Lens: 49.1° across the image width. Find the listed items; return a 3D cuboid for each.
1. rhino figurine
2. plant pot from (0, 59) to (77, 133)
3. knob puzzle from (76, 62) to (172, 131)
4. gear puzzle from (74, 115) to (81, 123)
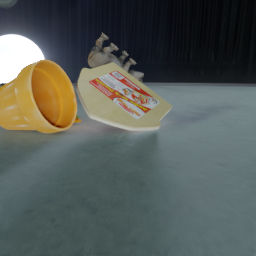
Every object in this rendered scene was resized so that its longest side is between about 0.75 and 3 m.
[{"bbox_3d":[-0.351,-2.234,10.432,2.745,1.200,0.821,29,23,-44],"label":"rhino figurine"},{"bbox_3d":[-2.631,-0.684,7.573,1.732,1.891,1.891,-13,6,22],"label":"plant pot"},{"bbox_3d":[-0.308,-0.785,8.268,3.208,0.445,3.208,19,37,-15],"label":"knob puzzle"},{"bbox_3d":[-2.465,-0.436,9.452,1.416,0.358,2.734,-7,13,-34],"label":"gear puzzle"}]
